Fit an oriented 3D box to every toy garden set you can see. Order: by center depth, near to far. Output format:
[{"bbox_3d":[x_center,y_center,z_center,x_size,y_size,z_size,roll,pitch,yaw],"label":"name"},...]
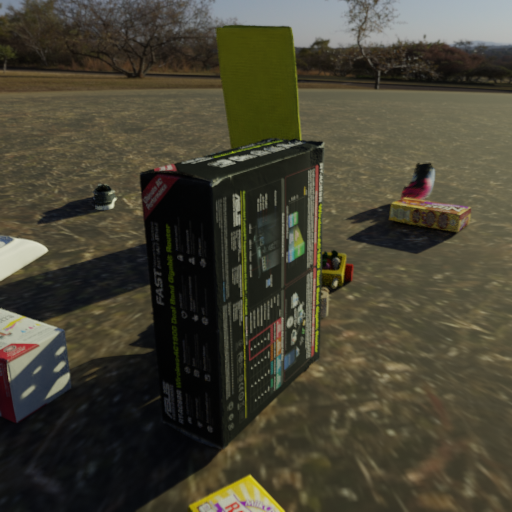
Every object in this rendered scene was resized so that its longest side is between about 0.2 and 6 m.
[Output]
[{"bbox_3d":[0.275,0.388,8.506,2.178,0.521,2.612,5,22,14],"label":"toy garden set"}]

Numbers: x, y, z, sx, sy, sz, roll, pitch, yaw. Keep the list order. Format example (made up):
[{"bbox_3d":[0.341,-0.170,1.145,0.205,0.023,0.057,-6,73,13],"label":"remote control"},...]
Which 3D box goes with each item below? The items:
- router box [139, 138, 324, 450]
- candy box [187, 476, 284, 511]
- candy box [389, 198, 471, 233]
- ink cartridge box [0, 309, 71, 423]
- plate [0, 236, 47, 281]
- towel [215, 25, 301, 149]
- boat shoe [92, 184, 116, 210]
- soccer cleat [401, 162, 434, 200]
[{"bbox_3d":[-0.114,0.254,5.815,0.838,2.697,2.021,13,24,32],"label":"router box"},{"bbox_3d":[0.048,2.207,4.255,0.636,0.164,1.243,-12,24,-34],"label":"candy box"},{"bbox_3d":[3.709,-0.888,11.966,1.483,0.419,0.865,13,21,34],"label":"candy box"},{"bbox_3d":[-2.720,1.165,6.126,1.071,0.775,0.778,11,23,26],"label":"ink cartridge box"},{"bbox_3d":[-5.254,0.068,9.556,2.408,0.389,2.403,4,21,11],"label":"plate"},{"bbox_3d":[0.203,-2.459,11.143,1.735,4.031,0.364,15,39,32],"label":"towel"},{"bbox_3d":[-3.683,-1.516,13.600,0.567,0.452,1.500,-7,22,-18],"label":"boat shoe"},{"bbox_3d":[4.021,-1.581,13.664,0.606,0.749,1.736,4,41,33],"label":"soccer cleat"}]
